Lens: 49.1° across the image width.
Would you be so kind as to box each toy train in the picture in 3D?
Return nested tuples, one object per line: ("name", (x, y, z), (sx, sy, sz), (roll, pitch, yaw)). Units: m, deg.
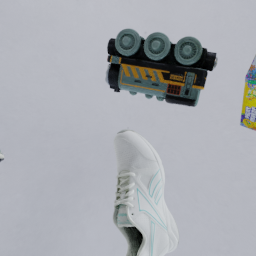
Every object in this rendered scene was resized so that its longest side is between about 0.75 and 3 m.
("toy train", (0.521, -1.075, 5.053), (2.021, 0.861, 1.152), (12, 98, 15))

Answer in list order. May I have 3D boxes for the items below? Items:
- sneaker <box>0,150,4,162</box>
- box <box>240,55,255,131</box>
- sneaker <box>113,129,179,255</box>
("sneaker", (-2.969, 0.289, 4.191), (0.932, 2.406, 0.958), (-29, 68, 23))
("box", (2.170, -0.710, 3.775), (0.812, 1.331, 1.282), (23, 73, 27))
("sneaker", (0.127, 0.904, 3.705), (0.727, 0.638, 1.814), (-14, 86, -42))
